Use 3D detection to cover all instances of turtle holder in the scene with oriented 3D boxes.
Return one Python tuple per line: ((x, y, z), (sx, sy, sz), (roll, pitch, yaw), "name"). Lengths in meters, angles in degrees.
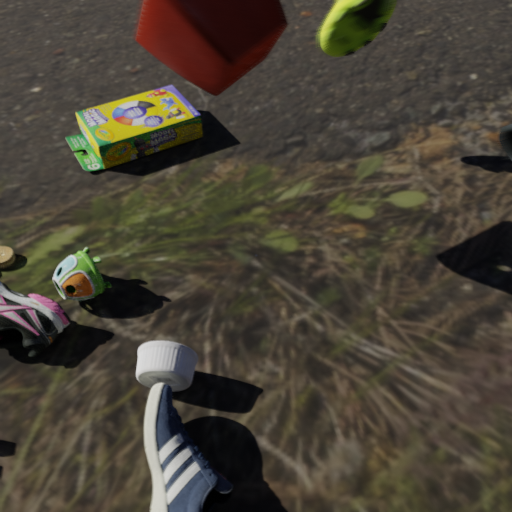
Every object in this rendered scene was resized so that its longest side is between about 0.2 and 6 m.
((-2.855, 0.293, 8.900), (0.716, 0.767, 1.009), (-31, 55, -25), "turtle holder")

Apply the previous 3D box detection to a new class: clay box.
((-2.627, -2.724, 11.844), (2.602, 0.619, 1.495), (-23, 50, -21), "clay box")

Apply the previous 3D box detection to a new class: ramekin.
((-1.240, 1.541, 7.697), (0.845, 0.845, 0.412), (3, 55, 3), "ramekin")

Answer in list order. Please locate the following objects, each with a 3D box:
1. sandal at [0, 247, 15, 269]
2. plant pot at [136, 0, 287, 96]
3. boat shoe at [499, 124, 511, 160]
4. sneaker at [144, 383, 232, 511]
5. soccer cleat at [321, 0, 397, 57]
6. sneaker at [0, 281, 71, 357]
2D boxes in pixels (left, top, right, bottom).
((-4.959, -0.018, 9.341), (1.667, 0.548, 0.611), (-9, 47, -9), "sandal")
((-0.522, -3.148, 7.587), (1.562, 1.563, 1.378), (-43, 97, -18), "plant pot")
((3.638, -0.929, 6.719), (0.670, 0.756, 2.022), (-8, 60, -23), "boat shoe")
((-0.796, 2.577, 6.738), (0.952, 0.845, 2.253), (-9, 57, -6), "sneaker")
((2.069, -4.800, 9.749), (0.933, 2.886, 1.207), (18, 46, -18), "soccer cleat")
((-3.879, 0.901, 8.316), (2.022, 0.812, 0.873), (12, 49, 13), "sneaker")
